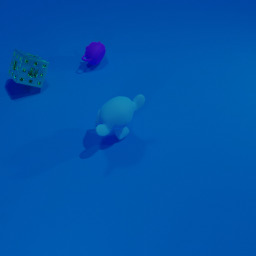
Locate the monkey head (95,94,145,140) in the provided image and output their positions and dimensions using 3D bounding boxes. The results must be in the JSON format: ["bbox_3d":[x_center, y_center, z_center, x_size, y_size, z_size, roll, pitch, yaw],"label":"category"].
[{"bbox_3d":[-0.227,-0.217,7.386,1.628,1.171,0.981,-39,19,-22],"label":"monkey head"}]

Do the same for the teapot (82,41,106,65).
[{"bbox_3d":[-1.192,-2.712,9.950,0.651,0.826,1.329,34,51,5],"label":"teapot"}]

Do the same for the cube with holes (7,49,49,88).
[{"bbox_3d":[-3.198,-1.905,8.975,0.859,0.859,0.859,8,20,-44],"label":"cube with holes"}]
